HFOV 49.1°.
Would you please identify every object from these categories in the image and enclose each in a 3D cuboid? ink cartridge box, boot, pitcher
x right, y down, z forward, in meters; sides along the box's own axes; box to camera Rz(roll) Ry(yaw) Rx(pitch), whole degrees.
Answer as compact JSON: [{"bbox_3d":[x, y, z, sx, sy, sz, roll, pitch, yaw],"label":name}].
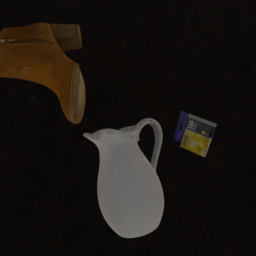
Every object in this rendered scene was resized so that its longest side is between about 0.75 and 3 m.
[{"bbox_3d":[1.667,0.152,7.189,0.960,0.949,0.226,22,36,20],"label":"ink cartridge box"},{"bbox_3d":[-2.052,-1.240,6.350,2.016,0.991,2.816,-7,63,0],"label":"boot"},{"bbox_3d":[0.158,0.839,5.200,1.653,1.168,1.927,-16,93,-33],"label":"pitcher"}]
